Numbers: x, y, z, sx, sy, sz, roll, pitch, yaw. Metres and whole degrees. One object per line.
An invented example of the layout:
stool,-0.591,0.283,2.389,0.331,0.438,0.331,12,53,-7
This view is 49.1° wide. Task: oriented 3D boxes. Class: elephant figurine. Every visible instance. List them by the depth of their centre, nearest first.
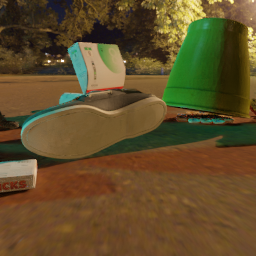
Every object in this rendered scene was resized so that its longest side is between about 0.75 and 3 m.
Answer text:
elephant figurine,-3.694,-0.414,7.250,1.332,0.942,1.033,2,7,26

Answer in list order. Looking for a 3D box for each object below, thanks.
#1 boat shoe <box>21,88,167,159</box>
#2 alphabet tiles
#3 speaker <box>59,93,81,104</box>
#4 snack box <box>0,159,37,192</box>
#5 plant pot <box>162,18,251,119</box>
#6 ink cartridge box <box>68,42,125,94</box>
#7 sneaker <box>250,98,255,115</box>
boat shoe,-0.621,-0.208,5.369,2.898,1.055,0.895,-13,39,-31
alphabet tiles,2.359,-0.310,8.692,1.694,0.124,1.657,2,14,8
speaker,-1.465,-0.819,9.595,1.776,0.721,0.721,7,14,29
snack box,-2.289,0.712,3.850,1.959,0.238,0.704,-4,13,-16
plant pot,2.303,-1.629,7.783,2.483,2.390,2.483,9,5,-1
ink cartridge box,-0.708,-1.512,8.913,0.587,2.342,1.885,-23,-3,37
sneaker,4.971,-0.701,7.942,2.956,1.214,1.151,2,13,12
